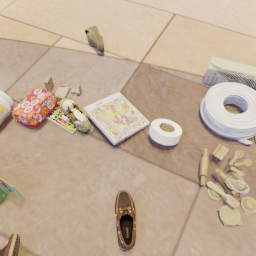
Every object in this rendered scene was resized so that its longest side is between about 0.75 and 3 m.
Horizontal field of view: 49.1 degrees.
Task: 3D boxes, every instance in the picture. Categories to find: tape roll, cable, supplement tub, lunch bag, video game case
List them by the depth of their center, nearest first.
[{"bbox_3d":[1.371,0.134,10.270,1.166,0.408,1.166,9,35,-6],"label":"tape roll"},{"bbox_3d":[-5.191,-0.588,10.576,1.139,1.139,1.567,20,58,13],"label":"supplement tub"},{"bbox_3d":[-0.428,-0.441,10.763,1.773,0.223,1.948,-29,64,-31],"label":"video game case"},{"bbox_3d":[4.054,-0.698,10.816,2.450,0.848,2.450,14,57,10],"label":"cable"},{"bbox_3d":[-3.718,-0.855,10.971,1.420,0.661,1.613,16,56,29],"label":"lunch bag"}]

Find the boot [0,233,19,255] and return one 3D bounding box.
[{"bbox_3d":[-3.872,3.711,8.035,1.202,0.523,1.445,5,59,2],"label":"boot"}]

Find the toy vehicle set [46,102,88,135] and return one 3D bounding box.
[{"bbox_3d":[-2.420,-0.394,11.015,1.442,0.191,0.896,29,61,18],"label":"toy vehicle set"}]

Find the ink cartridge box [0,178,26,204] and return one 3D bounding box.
[{"bbox_3d":[-4.553,1.773,8.916,2.390,1.241,0.709,26,60,17],"label":"ink cartridge box"}]

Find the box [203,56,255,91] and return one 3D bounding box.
[{"bbox_3d":[4.511,-2.123,11.715,2.428,0.997,0.830,17,58,13],"label":"box"}]

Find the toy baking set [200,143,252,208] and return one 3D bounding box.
[{"bbox_3d":[3.173,1.476,9.258,1.623,0.246,2.115,6,65,27],"label":"toy baking set"}]

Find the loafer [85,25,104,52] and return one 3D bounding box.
[{"bbox_3d":[-1.587,-4.190,13.318,0.636,0.718,1.887,-16,47,-9],"label":"loafer"}]

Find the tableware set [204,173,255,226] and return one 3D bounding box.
[{"bbox_3d":[3.420,2.308,9.193,1.426,0.198,1.707,-18,58,-11],"label":"tableware set"}]

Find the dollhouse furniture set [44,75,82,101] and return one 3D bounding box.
[{"bbox_3d":[-2.715,-1.580,11.546,1.455,0.644,0.754,12,57,8],"label":"dollhouse furniture set"}]

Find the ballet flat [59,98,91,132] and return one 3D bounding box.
[{"bbox_3d":[-2.070,-0.637,10.690,0.663,0.663,1.876,-32,62,-20],"label":"ballet flat"}]

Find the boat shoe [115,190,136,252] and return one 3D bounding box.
[{"bbox_3d":[-0.049,2.758,8.608,0.663,0.662,1.882,-5,55,-6],"label":"boat shoe"}]
